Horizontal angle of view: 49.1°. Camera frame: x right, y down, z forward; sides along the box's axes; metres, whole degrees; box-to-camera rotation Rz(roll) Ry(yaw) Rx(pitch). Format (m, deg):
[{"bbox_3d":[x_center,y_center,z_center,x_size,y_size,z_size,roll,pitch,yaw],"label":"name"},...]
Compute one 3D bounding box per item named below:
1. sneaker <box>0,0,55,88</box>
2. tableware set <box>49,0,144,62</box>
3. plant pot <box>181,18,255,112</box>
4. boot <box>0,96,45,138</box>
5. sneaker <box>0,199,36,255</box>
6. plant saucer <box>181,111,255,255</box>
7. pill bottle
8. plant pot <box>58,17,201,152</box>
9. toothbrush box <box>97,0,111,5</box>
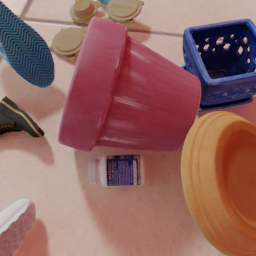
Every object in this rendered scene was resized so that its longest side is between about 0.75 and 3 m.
[{"bbox_3d":[-2.978,-2.239,7.413,1.105,1.166,2.887,-41,93,-13],"label":"sneaker"},{"bbox_3d":[-0.933,-3.112,8.553,2.390,0.332,2.861,12,68,13],"label":"tableware set"},{"bbox_3d":[2.320,-1.428,6.974,1.784,1.603,1.783,-11,62,-6],"label":"plant pot"},{"bbox_3d":[-2.883,0.048,6.797,1.618,0.627,1.119,32,70,31],"label":"boot"},{"bbox_3d":[-2.875,2.297,5.340,1.022,0.970,2.538,28,63,25],"label":"sneaker"},{"bbox_3d":[2.212,0.981,5.393,2.827,0.529,2.827,12,68,-31],"label":"plant saucer"},{"bbox_3d":[-0.239,0.943,6.184,1.189,0.688,0.688,-2,61,-1],"label":"pill bottle"},{"bbox_3d":[0.059,-0.635,6.110,2.482,2.773,2.773,17,61,-9],"label":"plant pot"},{"bbox_3d":[-0.452,-4.458,9.332,0.979,0.418,0.717,18,63,10],"label":"toothbrush box"}]
